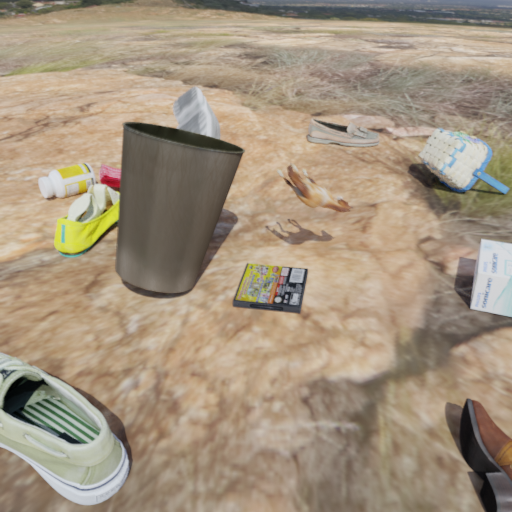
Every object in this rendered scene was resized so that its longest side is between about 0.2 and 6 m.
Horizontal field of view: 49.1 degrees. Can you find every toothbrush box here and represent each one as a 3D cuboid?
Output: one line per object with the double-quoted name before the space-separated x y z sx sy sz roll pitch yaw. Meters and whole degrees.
"toothbrush box" 4.768 0.464 9.720 1.853 0.790 1.357 10 31 21

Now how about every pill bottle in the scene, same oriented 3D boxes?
"pill bottle" -4.700 -1.843 13.934 1.252 0.701 0.701 -22 36 -34

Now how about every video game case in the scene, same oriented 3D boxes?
"video game case" 0.288 0.568 10.173 1.191 0.168 1.317 5 31 9

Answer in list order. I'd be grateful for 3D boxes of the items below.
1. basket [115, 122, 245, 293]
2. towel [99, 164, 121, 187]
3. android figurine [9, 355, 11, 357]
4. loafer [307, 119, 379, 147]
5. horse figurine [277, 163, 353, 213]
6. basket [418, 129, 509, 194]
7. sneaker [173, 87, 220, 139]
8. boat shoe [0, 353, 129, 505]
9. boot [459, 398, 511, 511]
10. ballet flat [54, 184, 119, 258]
"basket" -1.514 -0.816 9.796 1.767 2.599 2.343 27 19 34
"towel" -2.973 -1.912 13.719 1.692 0.263 2.340 5 14 -18
"android figurine" -4.097 1.762 7.943 1.231 0.253 1.121 -13 32 -26
"loafer" 2.741 -3.873 17.541 2.256 0.709 0.811 5 30 9
"horse figurine" 1.012 -1.195 10.153 1.084 0.408 1.636 52 22 23
"basket" 5.348 -2.330 14.315 1.985 1.381 1.751 27 18 -27
"sneaker" -1.106 -2.574 12.082 1.050 1.152 2.811 -29 40 22
"boat shoe" -2.881 1.768 6.903 3.302 1.024 1.189 19 36 23
"boot" 3.390 2.346 6.588 1.684 0.577 1.586 0 29 -1
"ballet flat" -3.485 -1.003 12.165 0.957 0.960 2.864 6 29 10
